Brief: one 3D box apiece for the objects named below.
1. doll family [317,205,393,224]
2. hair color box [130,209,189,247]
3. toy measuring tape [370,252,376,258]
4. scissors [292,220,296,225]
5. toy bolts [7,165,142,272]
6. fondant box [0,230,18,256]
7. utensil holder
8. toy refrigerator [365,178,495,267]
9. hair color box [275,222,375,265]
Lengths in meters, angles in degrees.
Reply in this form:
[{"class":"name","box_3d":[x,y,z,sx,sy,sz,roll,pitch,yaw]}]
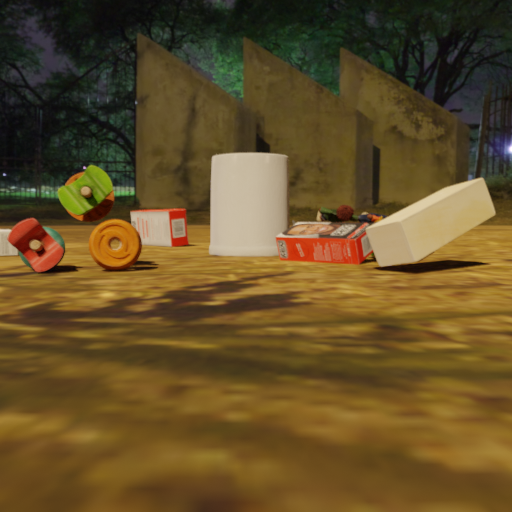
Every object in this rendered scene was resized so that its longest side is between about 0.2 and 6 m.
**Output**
[{"class":"doll family","box_3d":[2.130,-0.444,10.070,2.152,0.844,1.244,2,-2,-13]},{"class":"hair color box","box_3d":[-2.176,-0.629,12.508,0.487,0.807,1.590,-11,11,-42]},{"class":"toy measuring tape","box_3d":[1.741,-0.090,8.501,1.181,0.434,0.434,-24,18,-36]},{"class":"scissors","box_3d":[1.096,-0.600,13.794,0.550,0.105,1.503,-7,24,11]},{"class":"toy bolts","box_3d":[-2.148,-0.219,6.805,1.371,1.309,0.951,-37,4,-12]},{"class":"fondant box","box_3d":[-4.797,-0.210,9.231,1.496,0.436,1.079,-1,4,-31]},{"class":"utensil holder","box_3d":[-0.110,-0.861,9.649,1.430,1.682,1.430,-1,5,0]},{"class":"toy refrigerator","box_3d":[2.128,-0.391,6.742,1.581,0.553,0.600,-25,7,-31]},{"class":"hair color box","box_3d":[1.003,-0.196,8.031,1.306,0.400,0.663,2,24,37]}]
